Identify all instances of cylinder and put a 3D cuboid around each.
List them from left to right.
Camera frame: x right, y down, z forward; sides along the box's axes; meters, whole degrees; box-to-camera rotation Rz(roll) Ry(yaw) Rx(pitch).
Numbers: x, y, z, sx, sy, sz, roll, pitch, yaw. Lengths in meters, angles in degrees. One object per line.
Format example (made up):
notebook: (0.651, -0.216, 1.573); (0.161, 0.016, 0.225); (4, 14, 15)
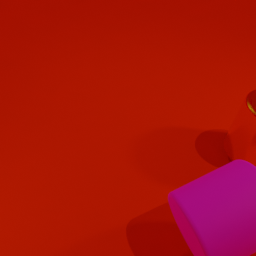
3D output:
cylinder: (1.512, 1.360, 4.425); (1.319, 1.319, 1.319); (-24, 46, -7)
cylinder: (3.054, 0.077, 6.241); (1.398, 1.398, 1.398); (5, 43, -5)
